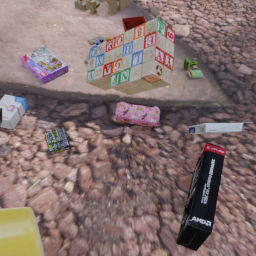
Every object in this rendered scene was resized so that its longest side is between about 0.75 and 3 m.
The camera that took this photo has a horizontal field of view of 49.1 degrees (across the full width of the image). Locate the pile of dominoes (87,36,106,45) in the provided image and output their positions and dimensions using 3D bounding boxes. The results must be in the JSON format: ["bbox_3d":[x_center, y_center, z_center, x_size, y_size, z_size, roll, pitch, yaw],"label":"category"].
[{"bbox_3d":[-1.461,-4.063,12.970,0.759,0.121,0.592,-31,42,-27],"label":"pile of dominoes"}]

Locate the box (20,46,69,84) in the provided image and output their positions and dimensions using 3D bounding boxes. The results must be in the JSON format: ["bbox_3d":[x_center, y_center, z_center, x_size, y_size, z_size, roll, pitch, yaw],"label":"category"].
[{"bbox_3d":[-3.477,-2.648,11.637,1.224,0.350,1.788,-34,58,-25],"label":"box"}]

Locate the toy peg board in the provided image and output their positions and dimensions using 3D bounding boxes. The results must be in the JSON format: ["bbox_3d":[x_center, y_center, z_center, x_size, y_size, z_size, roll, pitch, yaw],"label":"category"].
[{"bbox_3d":[-0.869,-3.376,11.976,1.561,0.767,1.567,15,52,12],"label":"toy peg board"}]

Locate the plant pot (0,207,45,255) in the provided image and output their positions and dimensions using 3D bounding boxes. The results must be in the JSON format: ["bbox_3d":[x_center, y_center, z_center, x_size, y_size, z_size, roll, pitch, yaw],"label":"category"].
[{"bbox_3d":[-3.203,2.900,5.635,2.755,2.929,2.929,-8,49,-27],"label":"plant pot"}]

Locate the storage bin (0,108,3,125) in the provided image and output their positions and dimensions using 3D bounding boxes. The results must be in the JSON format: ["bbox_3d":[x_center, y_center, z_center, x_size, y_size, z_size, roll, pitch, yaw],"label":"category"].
[{"bbox_3d":[-3.831,-0.259,7.724,0.519,0.773,0.563,18,54,-10],"label":"storage bin"}]

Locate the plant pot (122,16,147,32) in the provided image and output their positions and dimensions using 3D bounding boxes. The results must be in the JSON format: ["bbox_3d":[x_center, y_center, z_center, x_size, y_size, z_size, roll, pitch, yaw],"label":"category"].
[{"bbox_3d":[0.315,-4.365,12.711,1.015,0.895,1.016,-9,52,-7],"label":"plant pot"}]

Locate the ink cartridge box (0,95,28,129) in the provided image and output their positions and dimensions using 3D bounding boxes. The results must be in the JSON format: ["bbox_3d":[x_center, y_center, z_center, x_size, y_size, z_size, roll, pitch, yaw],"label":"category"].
[{"bbox_3d":[-4.178,-0.573,9.837,0.814,0.477,1.126,11,52,9],"label":"ink cartridge box"}]

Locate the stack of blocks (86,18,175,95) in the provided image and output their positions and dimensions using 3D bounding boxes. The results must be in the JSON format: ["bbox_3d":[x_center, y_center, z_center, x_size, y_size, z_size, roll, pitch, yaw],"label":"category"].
[{"bbox_3d":[-0.032,-1.711,7.593,2.579,0.755,1.485,-7,72,44],"label":"stack of blocks"}]

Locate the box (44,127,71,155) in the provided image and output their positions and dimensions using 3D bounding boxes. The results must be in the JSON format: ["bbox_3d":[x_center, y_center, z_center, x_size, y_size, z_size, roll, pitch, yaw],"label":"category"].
[{"bbox_3d":[-2.325,0.406,9.214,0.695,0.192,0.867,-18,52,-14],"label":"box"}]

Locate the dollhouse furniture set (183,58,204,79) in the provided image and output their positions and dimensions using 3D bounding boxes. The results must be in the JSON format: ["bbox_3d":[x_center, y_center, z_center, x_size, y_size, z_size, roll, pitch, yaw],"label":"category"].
[{"bbox_3d":[2.698,-2.448,11.410,0.587,0.450,0.896,-9,51,-8],"label":"dollhouse furniture set"}]

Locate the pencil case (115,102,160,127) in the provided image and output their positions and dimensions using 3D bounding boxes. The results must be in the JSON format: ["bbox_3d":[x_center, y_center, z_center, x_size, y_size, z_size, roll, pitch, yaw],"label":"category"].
[{"bbox_3d":[0.320,-0.478,9.656,1.561,0.646,0.675,9,50,8],"label":"pencil case"}]

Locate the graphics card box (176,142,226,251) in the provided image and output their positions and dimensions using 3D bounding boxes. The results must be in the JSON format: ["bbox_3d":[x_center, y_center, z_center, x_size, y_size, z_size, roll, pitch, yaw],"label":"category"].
[{"bbox_3d":[1.901,1.752,7.253,0.605,1.492,2.378,18,52,11],"label":"graphics card box"}]

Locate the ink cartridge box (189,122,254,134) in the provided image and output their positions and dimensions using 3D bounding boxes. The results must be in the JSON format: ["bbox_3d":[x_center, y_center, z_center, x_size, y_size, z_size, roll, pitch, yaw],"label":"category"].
[{"bbox_3d":[2.402,0.022,7.376,1.260,1.258,0.256,-2,87,-6],"label":"ink cartridge box"}]

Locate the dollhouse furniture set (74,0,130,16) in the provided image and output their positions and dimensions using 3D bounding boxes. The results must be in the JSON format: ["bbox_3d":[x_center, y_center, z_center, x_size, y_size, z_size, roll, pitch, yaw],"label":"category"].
[{"bbox_3d":[-1.373,-7.118,14.415,2.178,1.774,2.071,31,57,23],"label":"dollhouse furniture set"}]
